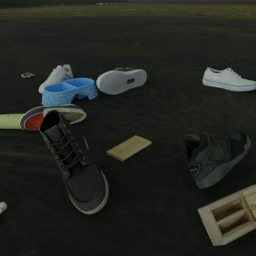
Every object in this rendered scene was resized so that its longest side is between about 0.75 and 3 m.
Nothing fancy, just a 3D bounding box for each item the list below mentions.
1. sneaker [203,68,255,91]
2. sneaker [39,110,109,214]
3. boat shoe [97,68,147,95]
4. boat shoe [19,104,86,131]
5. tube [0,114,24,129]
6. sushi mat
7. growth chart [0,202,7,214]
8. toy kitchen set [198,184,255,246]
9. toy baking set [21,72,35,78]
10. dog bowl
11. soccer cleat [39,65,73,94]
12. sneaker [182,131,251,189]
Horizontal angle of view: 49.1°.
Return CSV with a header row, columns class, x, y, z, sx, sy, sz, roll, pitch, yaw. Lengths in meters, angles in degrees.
class,x,y,z,sx,sy,sz,roll,pitch,yaw
sneaker,4.752,-2.314,13.110,2.492,0.882,0.910,13,30,23
sneaker,-1.324,0.708,6.255,0.934,1.326,2.497,-33,45,-2
boat shoe,-0.407,-2.220,12.906,0.933,1.036,2.929,24,28,38
boat shoe,-2.477,-0.319,9.409,2.199,0.783,0.688,-16,33,-37
tube,-4.351,-0.219,9.500,1.981,0.514,0.575,-1,-12,10
sushi mat,0.057,0.580,8.321,0.646,0.082,1.351,22,34,36
growth chart,-4.012,1.806,5.744,2.774,0.246,2.007,12,30,22
toy kitchen set,2.577,1.693,4.800,1.609,1.784,1.455,-14,71,-25
toy baking set,-5.363,-2.817,14.993,0.656,0.099,0.855,-20,33,-39
dog bowl,-2.452,-1.560,11.926,2.552,0.633,1.423,-22,34,-38
soccer cleat,-3.363,-2.292,12.930,0.821,1.015,2.351,9,29,17
sneaker,2.193,0.420,6.981,2.176,1.247,0.832,-31,-1,-31
